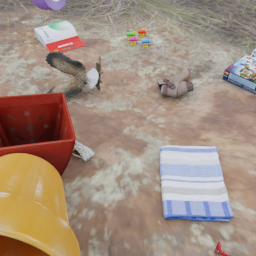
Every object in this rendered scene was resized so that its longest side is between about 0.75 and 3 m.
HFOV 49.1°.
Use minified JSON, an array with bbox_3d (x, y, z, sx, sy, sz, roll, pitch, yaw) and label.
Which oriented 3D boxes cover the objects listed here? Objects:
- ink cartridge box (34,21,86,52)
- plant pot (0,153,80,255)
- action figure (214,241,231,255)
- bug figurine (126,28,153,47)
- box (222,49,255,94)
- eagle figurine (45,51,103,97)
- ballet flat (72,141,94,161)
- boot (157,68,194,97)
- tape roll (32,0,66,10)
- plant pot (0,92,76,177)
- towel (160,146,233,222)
[{"bbox_3d":[-3.356,-4.498,13.781,1.791,0.557,2.225,-25,47,-24],"label":"ink cartridge box"},{"bbox_3d":[-2.348,1.958,5.395,2.937,2.937,2.689,-4,27,-4],"label":"plant pot"},{"bbox_3d":[2.768,3.061,5.681,2.063,0.533,0.675,22,40,19],"label":"action figure"},{"bbox_3d":[0.541,-4.507,13.869,1.182,0.392,1.525,-7,44,-7],"label":"bug figurine"},{"bbox_3d":[5.379,-2.338,11.460,2.607,0.491,1.781,-34,52,-31],"label":"box"},{"bbox_3d":[-2.023,-1.874,10.433,2.078,1.568,1.577,1,52,-15],"label":"eagle figurine"},{"bbox_3d":[-1.652,0.537,8.420,1.445,0.518,0.518,29,50,28],"label":"ballet flat"},{"bbox_3d":[1.785,-1.803,10.852,1.284,0.617,1.756,-5,36,5],"label":"boot"},{"bbox_3d":[-2.353,-4.259,8.265,0.472,1.440,1.440,9,43,18],"label":"tape roll"},{"bbox_3d":[-2.553,0.386,7.499,2.006,1.768,2.004,-7,43,-18],"label":"plant pot"},{"bbox_3d":[1.768,1.386,7.616,1.759,0.285,2.395,2,43,3],"label":"towel"}]
